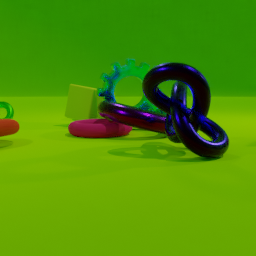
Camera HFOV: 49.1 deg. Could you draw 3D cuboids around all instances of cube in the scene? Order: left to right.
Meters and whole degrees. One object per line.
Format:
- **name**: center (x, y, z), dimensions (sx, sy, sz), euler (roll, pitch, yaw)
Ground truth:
- **cube**: center (-1.047, -0.643, 7.709), dimensions (0.911, 0.911, 0.911), euler (16, 9, 34)

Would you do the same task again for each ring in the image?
- **ring**: center (-2.521, 0.063, 4.725), dimensions (1.310, 0.262, 1.310), euler (-9, 1, 0)
- **ring**: center (-0.602, -0.015, 6.151), dimensions (1.406, 0.281, 1.406), euler (-1, 7, 0)
- **ring**: center (0.244, -0.240, 6.167), dimensions (1.867, 0.373, 1.867), euler (14, 5, -1)

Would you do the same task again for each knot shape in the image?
- **knot shape**: center (-3.942, -0.381, 7.791), dimensions (1.235, 0.571, 1.156), euler (6, 18, 10)
- **knot shape**: center (0.829, -0.250, 4.289), dimensions (0.717, 1.552, 1.453), euler (-33, 3, -2)

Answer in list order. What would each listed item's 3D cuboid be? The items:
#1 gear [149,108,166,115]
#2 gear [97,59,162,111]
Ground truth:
- **gear**: center (0.859, -0.481, 9.334), dimensions (1.740, 0.322, 1.740), euler (-3, 5, 0)
- **gear**: center (0.035, -0.911, 7.099), dimensions (1.608, 1.608, 0.297), euler (-2, 15, -14)
